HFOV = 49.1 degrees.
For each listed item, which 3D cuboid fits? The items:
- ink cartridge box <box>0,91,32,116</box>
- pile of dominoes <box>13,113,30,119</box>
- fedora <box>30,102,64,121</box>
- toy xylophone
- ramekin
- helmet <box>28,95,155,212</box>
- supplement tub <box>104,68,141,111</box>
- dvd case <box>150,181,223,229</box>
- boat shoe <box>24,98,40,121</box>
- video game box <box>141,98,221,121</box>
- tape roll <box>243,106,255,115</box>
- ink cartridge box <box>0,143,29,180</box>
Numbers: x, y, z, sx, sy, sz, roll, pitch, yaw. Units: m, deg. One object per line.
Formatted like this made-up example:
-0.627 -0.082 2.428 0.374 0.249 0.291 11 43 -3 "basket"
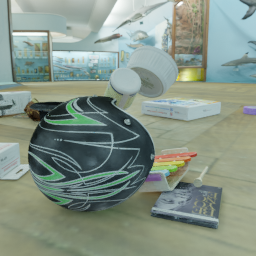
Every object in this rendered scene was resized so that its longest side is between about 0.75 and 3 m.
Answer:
-6.168 -1.179 13.521 2.483 1.029 1.822 -12 14 -39 "ink cartridge box"
-3.954 -0.780 13.430 2.388 0.380 1.861 2 12 7 "pile of dominoes"
-2.565 -0.449 10.443 2.124 0.970 2.124 3 9 0 "fedora"
0.857 0.797 5.441 1.271 0.436 1.736 -10 6 20 "toy xylophone"
0.836 -2.091 11.000 2.104 2.104 0.980 8 55 34 "ramekin"
-0.601 0.422 4.518 1.916 1.916 1.827 -4 25 -17 "helmet"
-0.241 -1.280 9.931 1.075 1.075 1.483 -5 -27 -21 "supplement tub"
1.046 1.224 4.744 1.004 0.108 1.350 5 13 21 "dvd case"
-3.897 -0.619 12.076 0.778 0.829 2.304 -39 35 -16 "boat shoe"
2.607 -0.992 13.728 2.706 0.695 2.970 15 19 42 "video game box"
6.324 -0.889 14.098 0.957 0.314 0.957 -1 12 0 "tape roll"
-3.043 0.692 6.118 1.677 0.569 0.973 1 12 3 "ink cartridge box"
